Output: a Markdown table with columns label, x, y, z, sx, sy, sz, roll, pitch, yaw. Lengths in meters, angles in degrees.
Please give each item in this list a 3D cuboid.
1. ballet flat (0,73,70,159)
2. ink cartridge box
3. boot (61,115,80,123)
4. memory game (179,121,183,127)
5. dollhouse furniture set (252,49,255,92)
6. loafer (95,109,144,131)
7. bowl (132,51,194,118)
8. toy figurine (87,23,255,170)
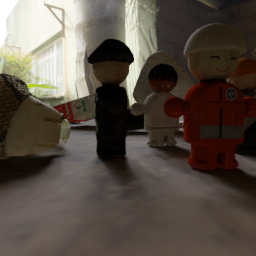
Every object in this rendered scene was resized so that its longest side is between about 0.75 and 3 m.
| label | x | y | z | sx | sy | sz | roll | pitch | yaw |
| --- | --- | --- | --- | --- | --- | --- | --- | --- | --- |
| ballet flat | -1.295 | -0.081 | 3.667 | 1.081 | 0.974 | 2.872 | 20 | 0 | -5 |
| ink cartridge box | -1.549 | -0.641 | 10.089 | 2.795 | 0.704 | 1.523 | -15 | -3 | 18 |
| boot | -2.940 | -0.432 | 12.348 | 1.653 | 0.531 | 1.540 | -5 | 2 | -10 |
| memory game | 2.227 | -0.151 | 9.969 | 2.653 | 0.169 | 2.653 | 0 | 3 | 0 |
| dollhouse furniture set | 3.928 | -0.832 | 7.653 | 1.113 | 2.161 | 2.138 | 6 | 41 | 42 |
| loafer | 0.040 | -0.173 | 7.399 | 1.808 | 0.660 | 0.645 | 3 | -9 | 2 |
| bowl | 0.850 | -1.074 | 8.071 | 0.695 | 1.862 | 1.859 | -10 | 50 | -36 |
| toy figurine | 0.653 | -0.366 | 3.473 | 1.976 | 1.375 | 1.945 | 2 | 4 | 38 |
